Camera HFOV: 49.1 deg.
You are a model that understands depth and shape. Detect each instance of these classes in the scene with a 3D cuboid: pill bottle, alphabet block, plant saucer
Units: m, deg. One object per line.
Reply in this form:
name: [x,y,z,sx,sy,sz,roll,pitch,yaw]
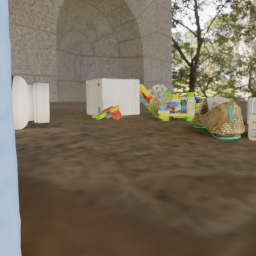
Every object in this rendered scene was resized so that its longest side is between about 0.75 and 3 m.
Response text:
pill bottle: [-3.513,-0.697,7.785,2.528,1.513,1.513,-1,6,-17]
alphabet block: [-1.315,0.077,1.290,1.417,1.424,1.450,-2,6,-27]
plant saucer: [1.368,-0.719,11.706,1.139,0.177,1.139,13,39,-11]

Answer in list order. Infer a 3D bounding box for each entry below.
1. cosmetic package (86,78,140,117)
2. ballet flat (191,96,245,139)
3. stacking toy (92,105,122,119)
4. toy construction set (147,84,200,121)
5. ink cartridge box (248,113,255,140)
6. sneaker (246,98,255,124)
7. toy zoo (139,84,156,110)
cosmetic package: [-0.755,-1.508,13.798,2.119,1.747,1.748,-4,8,-32]
ballet flat: [2.282,-0.355,7.259,1.006,0.931,2.853,-3,6,-1]
stacking toy: [-0.847,-0.482,11.643,1.098,0.512,1.213,-29,12,-15]
toy construction set: [1.824,-0.936,11.383,1.949,1.369,2.972,-1,18,-9]
ink cartridge box: [3.281,-0.057,6.472,0.913,0.526,1.577,3,7,23]
sneaker: [4.871,-0.569,9.318,1.515,0.923,2.320,3,8,36]
toy zoo: [0.898,-1.617,14.685,0.234,2.288,1.501,-47,18,-9]
